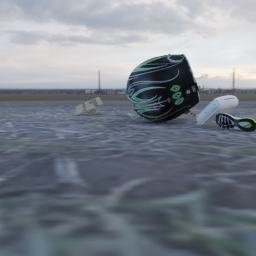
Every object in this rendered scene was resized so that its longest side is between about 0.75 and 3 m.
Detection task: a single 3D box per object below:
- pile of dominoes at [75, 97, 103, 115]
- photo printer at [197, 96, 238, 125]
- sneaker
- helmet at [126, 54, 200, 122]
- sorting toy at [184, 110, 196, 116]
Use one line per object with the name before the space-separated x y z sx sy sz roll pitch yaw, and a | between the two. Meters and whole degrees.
pile of dominoes | -1.736 -0.906 12.501 1.229 0.251 1.577 -22 21 -4
photo printer | 2.358 -0.484 7.321 0.800 0.334 0.962 -11 -27 -32
sneaker | 2.642 -0.143 6.809 1.047 0.387 0.424 18 19 38
helmet | 0.974 -1.184 8.638 2.069 2.171 2.171 -18 4 9
sorting toy | 1.965 -0.682 9.980 0.988 0.135 0.556 24 -14 -5
